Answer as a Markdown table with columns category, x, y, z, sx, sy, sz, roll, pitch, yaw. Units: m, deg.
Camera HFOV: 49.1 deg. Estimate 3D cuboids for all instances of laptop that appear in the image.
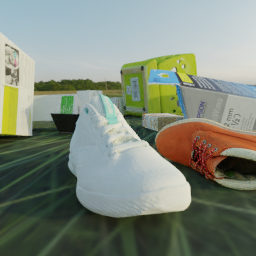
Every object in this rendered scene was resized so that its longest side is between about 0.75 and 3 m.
| category | x | y | z | sx | sy | sz | roll | pitch | yaw |
| --- | --- | --- | --- | --- | --- | --- | --- | --- | --- |
| laptop | -1.360 | -0.130 | 7.306 | 0.908 | 0.562 | 0.970 | 3 | 8 | 21 |

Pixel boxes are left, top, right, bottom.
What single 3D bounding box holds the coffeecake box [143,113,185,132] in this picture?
| category | x | y | z | sx | sy | sz | roll | pitch | yaw |
| --- | --- | --- | --- | --- | --- | --- | --- | --- | --- |
| coffeecake box | 1.034 | -0.179 | 8.234 | 0.876 | 0.417 | 1.142 | -3 | 8 | -19 |

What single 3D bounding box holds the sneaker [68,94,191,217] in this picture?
| category | x | y | z | sx | sy | sz | roll | pitch | yaw |
| --- | --- | --- | --- | --- | --- | --- | --- | --- | --- |
| sneaker | -0.212 | 0.163 | 3.112 | 0.899 | 1.058 | 2.391 | -2 | 8 | -26 |

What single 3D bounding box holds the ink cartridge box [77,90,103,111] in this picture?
| category | x | y | z | sx | sy | sz | roll | pitch | yaw |
| --- | --- | --- | --- | --- | --- | --- | --- | --- | --- |
| ink cartridge box | -1.706 | -1.144 | 12.875 | 0.639 | 1.132 | 1.545 | -2 | 6 | 16 |

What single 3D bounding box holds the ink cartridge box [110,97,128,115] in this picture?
| category | x | y | z | sx | sy | sz | roll | pitch | yaw |
| --- | --- | --- | --- | --- | --- | --- | --- | --- | --- |
| ink cartridge box | -0.268 | -1.046 | 13.270 | 1.146 | 0.832 | 0.478 | -7 | 8 | -41 |

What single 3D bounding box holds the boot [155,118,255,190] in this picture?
| category | x | y | z | sx | sy | sz | roll | pitch | yaw |
| --- | --- | --- | --- | --- | --- | --- | --- | --- | --- |
| boot | 1.044 | 0.306 | 3.655 | 1.877 | 0.704 | 1.007 | 7 | 15 | 37 |

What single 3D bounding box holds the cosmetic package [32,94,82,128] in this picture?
| category | x | y | z | sx | sy | sz | roll | pitch | yaw |
| --- | --- | --- | --- | --- | --- | --- | --- | --- | --- |
| cosmetic package | -2.168 | -0.468 | 8.039 | 1.542 | 0.830 | 0.654 | -2 | -18 | 4 |

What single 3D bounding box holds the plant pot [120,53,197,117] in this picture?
| category | x | y | z | sx | sy | sz | roll | pitch | yaw |
| --- | --- | --- | --- | --- | --- | --- | --- | --- | --- |
| plant pot | 1.246 | -1.804 | 12.435 | 2.482 | 2.735 | 2.722 | -12 | 13 | -31 |

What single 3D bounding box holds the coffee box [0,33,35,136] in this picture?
| category | x | y | z | sx | sy | sz | roll | pitch | yaw |
| --- | --- | --- | --- | --- | --- | --- | --- | --- | --- |
| coffee box | -3.318 | -0.790 | 6.098 | 1.943 | 1.946 | 1.924 | 0 | -3 | 1 |

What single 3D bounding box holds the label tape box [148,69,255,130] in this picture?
| category | x | y | z | sx | sy | sz | roll | pitch | yaw |
| --- | --- | --- | --- | --- | --- | --- | --- | --- | --- |
| label tape box | 1.837 | -0.568 | 6.289 | 2.888 | 0.955 | 2.069 | 9 | 18 | 3 |
